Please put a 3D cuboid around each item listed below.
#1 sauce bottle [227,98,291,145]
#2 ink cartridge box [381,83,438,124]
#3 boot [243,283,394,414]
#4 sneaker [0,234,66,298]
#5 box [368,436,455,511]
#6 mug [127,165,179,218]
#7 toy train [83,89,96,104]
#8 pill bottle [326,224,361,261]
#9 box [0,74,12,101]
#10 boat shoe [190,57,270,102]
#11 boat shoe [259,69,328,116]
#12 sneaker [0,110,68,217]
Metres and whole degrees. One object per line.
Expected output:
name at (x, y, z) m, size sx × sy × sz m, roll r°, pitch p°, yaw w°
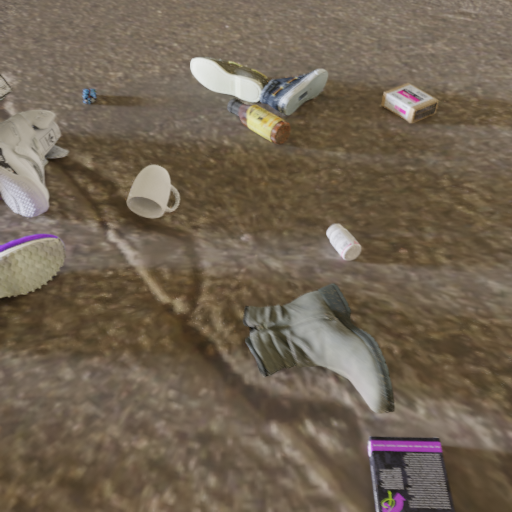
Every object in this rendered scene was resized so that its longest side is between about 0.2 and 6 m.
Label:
sauce bottle at (0.019, -3.231, 13.252) m, size 0.592 × 0.592 × 1.793 m, roll -35°, pitch 55°, yaw -30°
ink cartridge box at (3.826, -3.819, 13.969) m, size 0.884 × 0.403 × 1.073 m, roll -26°, pitch 51°, yaw -25°
boot at (0.821, 1.517, 8.305) m, size 1.690 × 0.876 × 2.587 m, roll -17°, pitch 37°, yaw -8°
sneaker at (-4.756, 0.179, 9.516) m, size 2.832 × 0.985 × 1.408 m, roll -30°, pitch 51°, yaw -26°
box at (1.991, 2.993, 7.215) m, size 0.953 × 0.241 × 1.332 m, roll 1°, pitch 43°, yaw 2°
mug at (-1.969, -1.256, 11.114) m, size 1.009 × 0.745 × 0.884 m, roll 29°, pitch 57°, yaw -29°
toy train at (-4.276, -4.105, 14.389) m, size 0.308 × 0.233 × 0.538 m, roll -2°, pitch 44°, yaw -10°
pill bottle at (1.614, -0.264, 10.391) m, size 0.387 × 0.387 × 0.683 m, roll -17°, pitch 47°, yaw -17°
box at (-6.743, -2.567, 11.517) m, size 2.750 × 0.677 × 2.848 m, roll -9°, pitch 33°, yaw 44°
boat shoe at (-0.673, -4.667, 14.588) m, size 2.209 × 0.789 × 0.660 m, roll 26°, pitch 50°, yaw 16°
boat shoe at (0.974, -4.330, 14.258) m, size 0.892 × 0.695 × 1.964 m, roll 33°, pitch 55°, yaw 24°
sneaker at (-4.690, -2.087, 11.623) m, size 1.854 × 1.212 × 3.226 m, roll -34°, pitch 50°, yaw -26°
